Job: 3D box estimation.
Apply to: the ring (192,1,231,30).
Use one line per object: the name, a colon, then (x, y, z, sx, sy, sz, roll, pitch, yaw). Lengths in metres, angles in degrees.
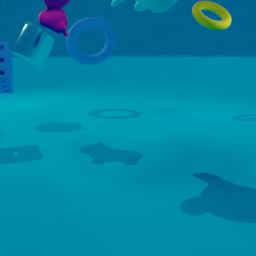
ring: (3.089, -4.166, 10.330, 1.505, 0.301, 1.505, 7, 55, -10)

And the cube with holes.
cube with holes: (-3.296, -1.421, 6.685, 0.925, 0.925, 0.925, -3, -12, -18)

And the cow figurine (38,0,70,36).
cow figurine: (-1.676, -3.234, 6.944, 1.605, 1.580, 0.881, -36, 35, 3)

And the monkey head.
monkey head: (0.309, -2.737, 5.014, 1.199, 1.990, 1.432, 27, -12, -30)

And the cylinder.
cylinder: (-3.022, -2.611, 8.993, 1.029, 1.029, 1.029, 26, -5, 2)

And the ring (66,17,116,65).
ring: (-1.414, -3.321, 10.847, 1.959, 1.959, 0.392, -6, 45, -20)
